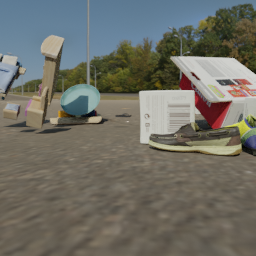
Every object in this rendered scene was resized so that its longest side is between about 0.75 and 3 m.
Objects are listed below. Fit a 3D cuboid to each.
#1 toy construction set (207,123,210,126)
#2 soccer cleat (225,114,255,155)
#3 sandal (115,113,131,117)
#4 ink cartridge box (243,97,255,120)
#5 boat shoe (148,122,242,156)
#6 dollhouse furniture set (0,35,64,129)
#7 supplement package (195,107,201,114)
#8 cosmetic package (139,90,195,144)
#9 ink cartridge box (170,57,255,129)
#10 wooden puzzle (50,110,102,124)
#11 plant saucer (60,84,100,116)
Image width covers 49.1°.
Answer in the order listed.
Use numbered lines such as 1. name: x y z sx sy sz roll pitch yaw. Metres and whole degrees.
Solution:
1. toy construction set: 3.018 -0.454 9.374 0.778 1.012 0.844 -14 3 -41
2. soccer cleat: 2.452 0.064 5.787 0.576 0.745 1.780 -1 7 -5
3. sandal: -0.228 -0.624 13.718 0.800 0.171 0.304 1 7 6
4. ink cartridge box: 3.766 -0.070 5.483 1.879 1.085 2.573 -1 7 -6
5. boat shoe: 1.290 0.168 5.577 1.822 0.590 0.667 3 8 21
6. dollhouse furniture set: -3.464 -1.693 7.993 2.722 1.776 2.570 12 38 -10
7. supplement package: 3.447 -1.329 15.835 1.053 1.045 1.387 -4 8 -26
8. cosmetic package: 1.009 -0.308 6.846 1.221 1.220 1.480 1 6 13
9. ink cartridge box: 2.697 -1.063 8.369 2.441 1.166 2.781 -2 37 -16
10. wooden puzzle: -2.010 -0.505 11.304 1.919 0.480 2.072 -2 7 -5
11. plant saucer: -1.801 -1.041 10.664 1.519 1.519 0.208 1 -35 6
